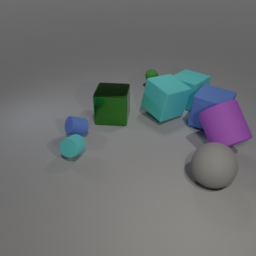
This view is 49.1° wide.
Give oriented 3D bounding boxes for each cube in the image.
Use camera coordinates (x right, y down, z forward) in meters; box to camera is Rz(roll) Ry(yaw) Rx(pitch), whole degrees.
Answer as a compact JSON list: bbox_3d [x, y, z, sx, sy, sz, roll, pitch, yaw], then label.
[{"bbox_3d":[-0.674,-1.054,12.208,1.400,1.400,1.400,3,32,5],"label":"cube"},{"bbox_3d":[3.486,-0.802,11.649,1.400,1.400,1.400,22,39,22],"label":"cube"},{"bbox_3d":[1.625,-1.336,12.182,1.400,1.400,1.400,-17,45,-33],"label":"cube"},{"bbox_3d":[2.921,-1.828,13.466,1.400,1.400,1.400,25,40,35],"label":"cube"}]

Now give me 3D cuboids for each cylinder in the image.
[{"bbox_3d":[-2.027,-0.082,11.030,0.700,0.700,0.700,9,21,-39],"label":"cylinder"},{"bbox_3d":[3.358,-0.064,9.727,1.400,1.400,1.400,-14,78,-22],"label":"cylinder"},{"bbox_3d":[-1.949,0.628,9.905,0.700,0.700,0.700,8,11,12],"label":"cylinder"}]

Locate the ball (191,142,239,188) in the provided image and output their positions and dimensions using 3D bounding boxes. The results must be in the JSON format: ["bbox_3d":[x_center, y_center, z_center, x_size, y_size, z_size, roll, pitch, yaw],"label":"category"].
[{"bbox_3d":[2.650,1.142,8.613,1.400,1.400,1.400,0,32,0],"label":"ball"}]

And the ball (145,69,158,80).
[{"bbox_3d":[1.277,-2.822,15.137,0.700,0.700,0.700,0,32,0],"label":"ball"}]
